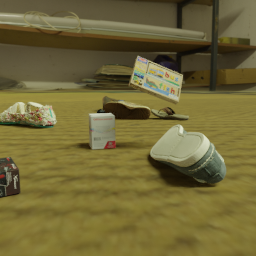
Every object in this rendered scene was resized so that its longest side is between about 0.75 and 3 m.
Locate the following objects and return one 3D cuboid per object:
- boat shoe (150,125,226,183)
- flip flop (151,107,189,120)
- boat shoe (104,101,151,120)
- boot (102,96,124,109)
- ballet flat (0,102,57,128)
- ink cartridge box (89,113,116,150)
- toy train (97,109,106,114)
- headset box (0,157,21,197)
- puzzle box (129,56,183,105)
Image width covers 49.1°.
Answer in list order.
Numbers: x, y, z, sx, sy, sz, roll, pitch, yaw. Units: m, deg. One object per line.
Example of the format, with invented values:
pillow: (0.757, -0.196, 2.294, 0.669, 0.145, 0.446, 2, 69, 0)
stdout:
boat shoe: (1.172, 0.551, 5.873, 0.818, 0.964, 2.648, 43, -3, -8)
flip flop: (1.946, -0.708, 12.983, 1.764, 0.508, 0.715, 10, 17, 18)
boat shoe: (-0.023, -0.820, 13.099, 2.171, 0.796, 0.680, 10, 19, 1)
boot: (-0.845, -1.524, 17.053, 1.127, 0.869, 2.325, -1, 7, 9)
ballet flat: (-4.078, -0.577, 11.271, 2.942, 0.940, 1.113, 4, 9, 24)
ink cartridge box: (-0.712, 0.064, 7.598, 0.652, 0.897, 0.649, -2, 10, -13)
toy train: (-0.260, -0.716, 13.591, 2.526, 0.431, 0.578, -1, 13, -4)
headset box: (-2.404, 0.831, 4.492, 1.143, 0.429, 0.850, -6, 11, -30)
puzzle box: (0.737, -1.217, 7.133, 1.336, 0.889, 0.170, 19, -28, -12)
